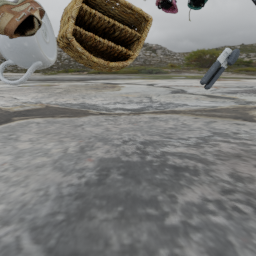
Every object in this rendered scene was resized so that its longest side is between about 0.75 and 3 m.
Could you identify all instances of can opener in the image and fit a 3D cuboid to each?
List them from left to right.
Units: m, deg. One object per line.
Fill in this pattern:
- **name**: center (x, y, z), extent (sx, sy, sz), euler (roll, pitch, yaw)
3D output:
- **can opener**: center (2.958, -1.937, 8.921), extent (1.662, 0.443, 0.556), euler (-50, 14, -15)

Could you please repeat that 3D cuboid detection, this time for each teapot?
- **teapot**: center (-3.166, -2.616, 8.250), extent (1.589, 2.148, 2.176), euler (-11, 27, 6)

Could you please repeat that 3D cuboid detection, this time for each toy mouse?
- **toy mouse**: center (1.605, -3.879, 8.330), extent (2.121, 0.410, 1.885), euler (-3, -17, 31)

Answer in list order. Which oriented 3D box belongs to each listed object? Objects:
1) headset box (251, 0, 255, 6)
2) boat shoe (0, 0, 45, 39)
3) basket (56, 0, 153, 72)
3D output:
- **headset box**: center (2.557, -2.259, 4.675), extent (0.407, 1.055, 0.785), euler (-24, -16, -12)
- **boat shoe**: center (-2.183, -2.212, 5.822), extent (0.724, 0.763, 2.016), euler (34, 28, -7)
- **basket**: center (-0.881, -3.404, 10.265), extent (2.924, 2.087, 2.178), euler (18, -16, -32)
